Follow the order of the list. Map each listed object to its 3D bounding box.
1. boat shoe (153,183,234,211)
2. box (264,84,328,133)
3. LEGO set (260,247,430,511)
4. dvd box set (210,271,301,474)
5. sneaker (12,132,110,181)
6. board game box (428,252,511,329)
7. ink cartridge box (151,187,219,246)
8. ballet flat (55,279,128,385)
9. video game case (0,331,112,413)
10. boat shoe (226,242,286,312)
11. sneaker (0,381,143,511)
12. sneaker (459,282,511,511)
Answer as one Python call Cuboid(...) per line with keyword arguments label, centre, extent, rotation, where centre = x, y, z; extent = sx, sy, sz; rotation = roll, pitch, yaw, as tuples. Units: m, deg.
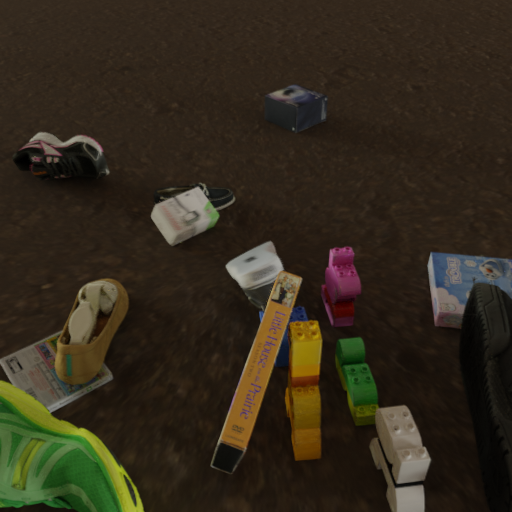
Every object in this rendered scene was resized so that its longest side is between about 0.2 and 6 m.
Cuboid(label="boat shoe", centre=(-1.288, -1.245, 11.768), extent=(1.725, 0.520, 0.652), rotation=(-13, 39, -17))
Cuboid(label="box", centre=(1.086, -4.052, 15.324), extent=(1.237, 0.769, 1.247), rotation=(-31, 46, -33))
Cuboid(label="LEGO set", centre=(0.943, 1.237, 7.506), extent=(1.542, 1.659, 4.044), rotation=(-5, 37, -6))
Cuboid(label="dvd box set", centre=(-0.008, 1.437, 6.814), extent=(0.315, 1.566, 2.140), rotation=(20, 59, 3))
Cuboid(label="sneaker", centre=(-4.450, -2.056, 12.636), extent=(2.551, 1.025, 1.101), rotation=(10, 42, 33))
Cuboid(label="board game box", centre=(3.806, 0.608, 9.429), extent=(1.636, 0.357, 1.644), rotation=(5, 37, 8))
Cuboid(label="ink cartridge box", centre=(-1.389, -0.779, 10.965), extent=(1.056, 0.444, 0.768), rotation=(-29, 76, -33))
Cuboid(label="ballet flat", centre=(-2.467, 0.890, 8.592), extent=(0.840, 0.771, 2.446), rotation=(-1, 32, -3))
Cuboid(label="video game case", centre=(-2.936, 1.665, 8.203), extent=(1.186, 0.144, 1.302), rotation=(-26, 44, -30))
Cuboid(label="boat shoe", centre=(0.129, 0.366, 9.064), extent=(0.902, 0.855, 2.581), rotation=(-27, 8, -5))
Cuboid(label="sneaker", centre=(-2.491, 2.514, 6.481), extent=(2.920, 1.082, 1.220), rotation=(16, 49, 30))
Cuboid(label="sneaker", centre=(3.880, 2.061, 6.850), extent=(2.186, 1.259, 4.191), rotation=(5, 42, 7))
